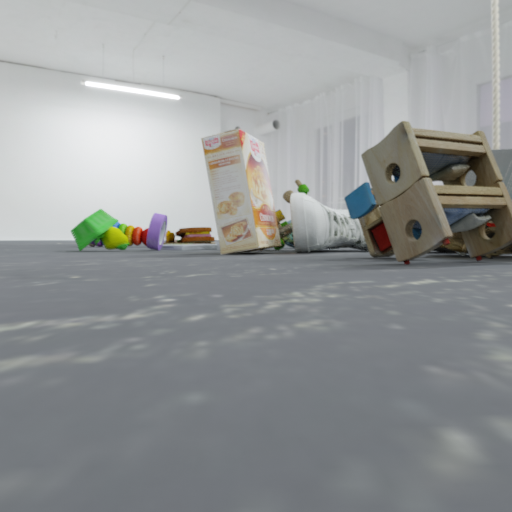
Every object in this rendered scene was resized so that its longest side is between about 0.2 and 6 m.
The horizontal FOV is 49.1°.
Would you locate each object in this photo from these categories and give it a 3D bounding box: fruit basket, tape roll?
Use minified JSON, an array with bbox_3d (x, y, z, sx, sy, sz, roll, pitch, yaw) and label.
[{"bbox_3d":[-3.368,-0.432,12.328,0.820,1.137,1.137,-35,-11,20],"label":"fruit basket"},{"bbox_3d":[-2.272,-0.555,12.866,0.274,0.836,0.836,13,2,0],"label":"tape roll"}]

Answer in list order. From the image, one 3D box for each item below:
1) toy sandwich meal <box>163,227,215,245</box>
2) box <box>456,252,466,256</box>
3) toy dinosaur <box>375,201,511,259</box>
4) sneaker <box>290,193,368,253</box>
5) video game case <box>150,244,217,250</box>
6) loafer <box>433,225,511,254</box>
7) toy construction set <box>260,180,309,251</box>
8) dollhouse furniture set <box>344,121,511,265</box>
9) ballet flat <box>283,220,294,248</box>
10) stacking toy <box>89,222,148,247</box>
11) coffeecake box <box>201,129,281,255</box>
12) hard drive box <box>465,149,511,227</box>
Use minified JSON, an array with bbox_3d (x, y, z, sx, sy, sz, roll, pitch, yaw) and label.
[{"bbox_3d":[-1.886,-0.507,15.670,1.681,0.576,1.681,0,2,0],"label":"toy sandwich meal"},{"bbox_3d":[3.555,-0.423,9.842,0.673,0.576,0.669,43,11,9],"label":"box"},{"bbox_3d":[3.174,-0.294,8.889,2.604,0.758,1.316,15,-11,-20],"label":"toy dinosaur"},{"bbox_3d":[1.804,-0.692,11.677,1.968,1.255,3.406,-3,0,13],"label":"sneaker"},{"bbox_3d":[-1.779,-0.215,13.852,1.130,0.142,1.241,2,4,38],"label":"video game case"},{"bbox_3d":[4.573,-0.679,11.154,3.483,1.242,1.271,0,2,8],"label":"loafer"},{"bbox_3d":[0.570,-0.750,13.121,2.232,1.715,1.861,-18,-37,-18],"label":"toy construction set"},{"bbox_3d":[2.004,-0.478,7.612,1.569,1.560,2.226,-2,-21,-33],"label":"dollhouse furniture set"},{"bbox_3d":[1.714,-0.609,15.381,0.925,0.925,2.492,2,5,45],"label":"ballet flat"},{"bbox_3d":[-3.980,-0.650,16.963,2.159,0.922,0.922,5,2,1],"label":"stacking toy"},{"bbox_3d":[-0.242,-1.166,10.741,0.789,2.161,1.658,-10,-1,17],"label":"coffeecake box"},{"bbox_3d":[4.474,-0.812,8.325,1.842,0.908,2.364,25,-4,-28],"label":"hard drive box"}]
